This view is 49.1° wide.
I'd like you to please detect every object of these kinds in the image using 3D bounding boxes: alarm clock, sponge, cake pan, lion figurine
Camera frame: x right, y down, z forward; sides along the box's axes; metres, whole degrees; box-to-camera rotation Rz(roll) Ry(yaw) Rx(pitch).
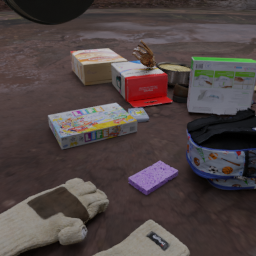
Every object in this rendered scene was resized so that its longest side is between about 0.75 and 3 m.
[{"bbox_3d":[2.084,-2.160,11.537,1.578,0.779,2.340,-18,31,-38],"label":"alarm clock"},{"bbox_3d":[0.561,1.068,6.129,1.003,0.150,0.559,-22,35,-36],"label":"sponge"},{"bbox_3d":[-1.895,-3.990,7.047,2.957,2.957,0.542,-14,44,-25],"label":"cake pan"},{"bbox_3d":[0.641,-2.552,9.956,0.925,0.548,1.511,40,7,-4],"label":"lion figurine"}]

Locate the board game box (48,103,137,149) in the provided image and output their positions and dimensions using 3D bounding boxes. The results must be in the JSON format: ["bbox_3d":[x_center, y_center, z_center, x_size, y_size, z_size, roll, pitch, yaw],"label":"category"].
[{"bbox_3d":[-1.043,-0.129,8.146,2.211,0.378,1.486,-13,30,-23],"label":"board game box"}]

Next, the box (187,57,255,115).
[{"bbox_3d":[2.962,-1.349,9.006,1.927,1.700,0.932,3,21,7],"label":"box"}]

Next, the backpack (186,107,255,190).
[{"bbox_3d":[2.142,0.430,5.973,1.792,1.449,1.881,3,20,0],"label":"backpack"}]

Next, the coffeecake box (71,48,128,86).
[{"bbox_3d":[-1.369,-2.852,12.741,1.956,0.931,2.549,-11,30,-20],"label":"coffeecake box"}]

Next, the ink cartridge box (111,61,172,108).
[{"bbox_3d":[0.465,-1.756,10.655,1.582,0.915,2.722,-10,30,-16],"label":"ink cartridge box"}]

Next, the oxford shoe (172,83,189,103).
[{"bbox_3d":[2.587,-1.326,9.999,1.908,0.805,0.693,1,24,-2],"label":"oxford shoe"}]

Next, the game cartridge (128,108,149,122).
[{"bbox_3d":[0.302,-0.426,8.978,0.560,0.170,0.840,-10,29,-10],"label":"game cartridge"}]

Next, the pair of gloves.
[{"bbox_3d":[-0.853,1.863,4.270,2.863,0.502,2.435,23,32,33],"label":"pair of gloves"}]

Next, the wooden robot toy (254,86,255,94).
[{"bbox_3d":[4.246,-1.296,10.474,1.294,0.570,0.587,8,64,14],"label":"wooden robot toy"}]

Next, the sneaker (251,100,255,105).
[{"bbox_3d":[3.994,-1.081,10.010,0.503,0.428,1.150,-7,38,-26],"label":"sneaker"}]
